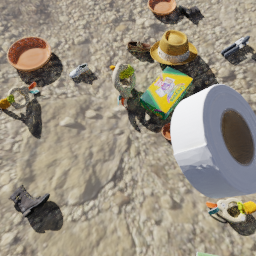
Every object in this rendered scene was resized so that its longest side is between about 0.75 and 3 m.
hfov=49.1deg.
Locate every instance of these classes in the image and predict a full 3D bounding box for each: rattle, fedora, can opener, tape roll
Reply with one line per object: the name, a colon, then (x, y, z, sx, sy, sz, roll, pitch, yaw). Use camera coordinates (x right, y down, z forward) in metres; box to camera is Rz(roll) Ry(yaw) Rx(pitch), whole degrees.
rattle: (3.377, 2.662, 9.273, 1.332, 0.951, 0.867, 18, 83, 2)
rattle: (-0.461, -1.717, 11.754, 1.338, 1.219, 1.873, 6, 96, 31)
fedora: (2.009, -3.631, 12.243, 2.216, 0.904, 2.216, -3, 46, 3)
rattle: (-4.517, -1.313, 11.702, 0.933, 1.023, 1.432, 39, 48, -15)
can opener: (4.944, -3.789, 12.811, 1.527, 0.511, 0.407, -32, 67, -16)
tape roll: (2.431, 0.350, 7.259, 2.868, 1.003, 2.868, 16, 64, -35)

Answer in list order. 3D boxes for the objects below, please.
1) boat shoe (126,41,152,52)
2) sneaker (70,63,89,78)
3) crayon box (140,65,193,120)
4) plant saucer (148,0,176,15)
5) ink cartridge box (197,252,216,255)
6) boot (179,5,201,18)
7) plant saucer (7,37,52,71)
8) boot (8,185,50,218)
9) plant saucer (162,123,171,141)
boat shoe: (0.506, -3.760, 12.847, 1.170, 0.420, 0.443, -2, 63, -1)
sneaker: (-2.160, -2.552, 12.269, 0.952, 0.337, 0.348, -37, 68, -17)
crayon box: (1.583, -1.472, 11.547, 1.246, 0.611, 2.098, 33, 67, 16)
plant saucer: (1.714, -6.204, 14.204, 1.423, 0.266, 1.423, 0, 63, 1)
ink cartridge box: (2.459, 5.111, 8.046, 1.368, 0.782, 2.636, 9, 63, 5)
boot: (3.098, -5.951, 14.077, 0.828, 0.329, 0.951, -34, 74, -20)
plant saucer: (-4.411, -3.300, 12.646, 1.949, 0.365, 1.949, 0, 62, -1)
boot: (-3.427, 2.367, 9.683, 1.191, 0.412, 1.037, -38, 69, -15)
plant saucer: (1.714, 0.154, 10.991, 0.781, 0.126, 0.781, 0, 63, -1)
